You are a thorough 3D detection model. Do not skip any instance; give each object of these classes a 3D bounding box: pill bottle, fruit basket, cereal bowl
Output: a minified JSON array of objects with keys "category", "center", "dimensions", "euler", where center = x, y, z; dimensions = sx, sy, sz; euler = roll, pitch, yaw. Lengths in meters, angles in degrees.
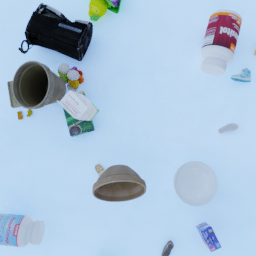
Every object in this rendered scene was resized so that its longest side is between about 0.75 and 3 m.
[{"category":"pill bottle","center":[3.706,-3.415,11.337],"dimensions":[1.320,1.320,2.337],"euler":[15,84,2]},{"category":"fruit basket","center":[-1.124,-5.388,11.701],"dimensions":[1.809,1.305,1.809],"euler":[3,72,-11]},{"category":"cereal bowl","center":[2.557,2.140,10.878],"dimensions":[1.693,0.705,1.693],"euler":[0,82,0]},{"category":"pill bottle","center":[-4.255,3.807,10.437],"dimensions":[2.069,1.125,1.125],"euler":[5,82,0]}]

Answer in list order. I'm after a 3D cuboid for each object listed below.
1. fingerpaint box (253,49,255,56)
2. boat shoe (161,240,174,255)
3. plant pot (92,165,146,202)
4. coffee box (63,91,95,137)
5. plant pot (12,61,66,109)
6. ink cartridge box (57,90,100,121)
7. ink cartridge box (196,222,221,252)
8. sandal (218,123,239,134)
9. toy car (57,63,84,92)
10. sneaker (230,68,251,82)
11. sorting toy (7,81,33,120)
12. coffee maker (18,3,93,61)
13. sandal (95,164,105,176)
[{"category":"fingerpaint box","center":[6.029,-3.328,11.775],"dimensions":[1.132,0.415,0.945],"euler":[23,82,4]},{"category":"boat shoe","center":[1.521,4.653,10.756],"dimensions":[0.286,0.281,0.767],"euler":[30,104,-4]},{"category":"plant pot","center":[-0.303,1.753,9.210],"dimensions":[1.757,1.757,0.811],"euler":[-6,55,-1]},{"category":"coffee box","center":[-2.058,-0.574,11.398],"dimensions":[1.035,0.370,1.683],"euler":[-15,80,0]},{"category":"plant pot","center":[-3.228,-1.542,10.740],"dimensions":[1.745,1.514,1.745],"euler":[0,89,23]},{"category":"ink cartridge box","center":[-1.793,-0.813,10.322],"dimensions":[1.001,1.710,0.576],"euler":[44,98,8]},{"category":"ink cartridge box","center":[2.996,4.031,10.381],"dimensions":[0.447,1.170,0.798],"euler":[-25,83,-3]},{"category":"sandal","center":[4.075,0.024,11.438],"dimensions":[0.841,0.207,0.342],"euler":[-15,67,11]},{"category":"toy car","center":[-2.295,-2.143,11.388],"dimensions":[1.156,1.012,0.867],"euler":[36,56,10]},{"category":"sneaker","center":[4.702,-2.244,11.670],"dimensions":[0.888,0.353,0.580],"euler":[8,84,-8]},{"category":"sorting toy","center":[-4.264,-1.256,11.584],"dimensions":[1.271,0.228,1.705],"euler":[-12,82,-2]},{"category":"coffee maker","center":[-2.782,-3.598,11.327],"dimensions":[2.271,1.529,2.181],"euler":[21,91,3]},{"category":"sandal","center":[-0.892,1.933,11.058],"dimensions":[0.449,0.403,1.225],"euler":[-42,84,-5]}]
